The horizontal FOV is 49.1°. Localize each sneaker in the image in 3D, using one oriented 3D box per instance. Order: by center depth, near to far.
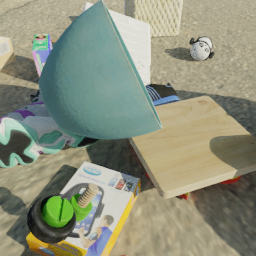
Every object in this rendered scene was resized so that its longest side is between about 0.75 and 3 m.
[{"bbox_3d":[-2.213,-0.240,6.511,2.914,1.133,2.038,-8,39,-28],"label":"sneaker"},{"bbox_3d":[0.448,-0.776,7.408,1.827,0.641,0.712,-10,60,-20],"label":"sneaker"}]

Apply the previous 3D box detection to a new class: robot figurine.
[{"bbox_3d":[2.689,-2.914,10.182,0.847,0.703,1.127,6,37,26],"label":"robot figurine"}]

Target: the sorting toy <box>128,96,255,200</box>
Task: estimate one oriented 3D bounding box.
[{"bbox_3d":[1.253,0.427,5.905,2.300,0.800,2.286,-13,41,-16],"label":"sorting toy"}]

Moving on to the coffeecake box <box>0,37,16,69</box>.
[{"bbox_3d":[-5.489,-2.552,9.597,2.374,0.867,1.822,14,41,17],"label":"coffeecake box"}]

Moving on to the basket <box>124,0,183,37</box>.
[{"bbox_3d":[1.032,-5.127,11.862,2.190,2.210,1.777,-7,45,-8],"label":"basket"}]

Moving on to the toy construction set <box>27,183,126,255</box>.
[{"bbox_3d":[-1.027,2.538,2.838,2.476,2.281,2.969,0,46,-51],"label":"toy construction set"}]

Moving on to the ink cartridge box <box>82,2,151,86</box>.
[{"bbox_3d":[-0.457,-2.559,9.141,2.411,0.750,2.996,13,59,-18],"label":"ink cartridge box"}]

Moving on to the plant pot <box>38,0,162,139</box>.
[{"bbox_3d":[-0.618,-0.774,5.197,1.660,2.465,2.465,-25,39,9],"label":"plant pot"}]

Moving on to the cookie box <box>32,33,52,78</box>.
[{"bbox_3d":[-2.645,-2.215,8.941,0.513,1.167,1.365,-10,39,-8],"label":"cookie box"}]

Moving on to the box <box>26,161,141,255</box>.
[{"bbox_3d":[-0.628,1.399,5.001,1.242,0.433,2.087,14,43,18],"label":"box"}]
